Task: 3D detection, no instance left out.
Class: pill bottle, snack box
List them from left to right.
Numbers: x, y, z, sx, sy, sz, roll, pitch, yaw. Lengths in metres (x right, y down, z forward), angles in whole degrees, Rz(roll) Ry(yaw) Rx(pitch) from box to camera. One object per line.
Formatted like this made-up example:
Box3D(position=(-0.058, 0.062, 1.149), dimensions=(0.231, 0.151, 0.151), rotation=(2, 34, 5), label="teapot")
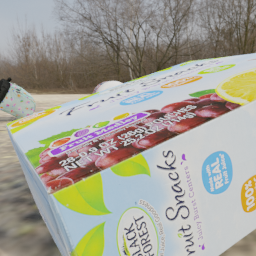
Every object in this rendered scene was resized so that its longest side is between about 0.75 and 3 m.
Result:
Box3D(position=(-0.636, -1.135, 11.296), dimensions=(1.527, 1.527, 2.554), rotation=(-2, 9, -10), label="pill bottle")
Box3D(position=(0.436, 0.012, 2.936), dimensions=(2.946, 0.997, 2.484), rotation=(-21, 17, -23), label="snack box")

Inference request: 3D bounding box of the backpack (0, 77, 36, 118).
Box3D(position=(-4.194, -0.977, 10.367), dimensions=(1.500, 1.252, 0.949), rotation=(30, 15, -42), label="backpack")
